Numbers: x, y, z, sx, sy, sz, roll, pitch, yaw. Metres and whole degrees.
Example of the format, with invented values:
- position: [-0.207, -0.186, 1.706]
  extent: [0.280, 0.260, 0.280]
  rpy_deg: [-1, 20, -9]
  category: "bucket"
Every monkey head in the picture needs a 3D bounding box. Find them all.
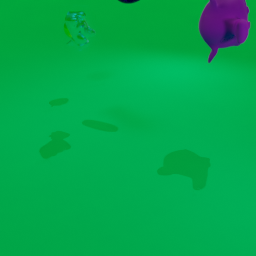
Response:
- position: [2.230, -2.371, 6.557]
  extent: [1.141, 1.894, 1.363]
  rpy_deg: [-1, 35, 18]
  category: "monkey head"

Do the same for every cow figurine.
- position: [-1.378, -2.616, 7.579]
  extent: [0.631, 1.149, 1.131]
  rpy_deg: [-44, 41, -18]
  category: "cow figurine"

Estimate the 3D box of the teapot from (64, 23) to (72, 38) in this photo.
- position: [-1.921, -3.555, 9.959]
  extent: [0.721, 1.159, 0.568]
  rpy_deg: [-18, 34, -9]
  category: "teapot"

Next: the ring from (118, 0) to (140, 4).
- position: [0.115, -4.307, 8.279]
  extent: [1.313, 1.313, 0.263]
  rpy_deg: [14, -4, 22]
  category: "ring"
